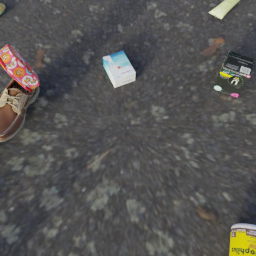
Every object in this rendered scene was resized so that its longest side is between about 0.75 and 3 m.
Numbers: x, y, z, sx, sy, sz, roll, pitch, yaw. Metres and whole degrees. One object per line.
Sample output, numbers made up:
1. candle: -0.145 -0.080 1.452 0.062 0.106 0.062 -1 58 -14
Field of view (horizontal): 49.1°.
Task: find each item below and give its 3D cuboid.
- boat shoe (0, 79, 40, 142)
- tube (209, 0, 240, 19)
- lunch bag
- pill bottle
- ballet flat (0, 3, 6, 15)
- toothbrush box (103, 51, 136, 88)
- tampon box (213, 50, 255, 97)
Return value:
1. boat shoe: -3.387 -0.766 8.214 0.975 0.924 2.574 14 50 -6
2. tube: 3.866 -4.810 11.002 1.526 0.443 0.396 -44 114 -18
3. lunch bag: -3.074 -1.728 7.912 0.524 1.279 1.126 -37 39 -1
4. pill bottle: 2.801 3.133 6.453 0.897 0.897 1.641 12 62 6
5. ballet flat: -5.776 -4.271 10.450 2.411 0.852 0.852 -35 67 -17
6. toothbrush box: -0.304 -1.984 9.426 0.777 0.453 1.061 -21 65 -10
7. tampon box: 3.329 -1.682 8.862 0.867 1.156 0.730 22 64 11
